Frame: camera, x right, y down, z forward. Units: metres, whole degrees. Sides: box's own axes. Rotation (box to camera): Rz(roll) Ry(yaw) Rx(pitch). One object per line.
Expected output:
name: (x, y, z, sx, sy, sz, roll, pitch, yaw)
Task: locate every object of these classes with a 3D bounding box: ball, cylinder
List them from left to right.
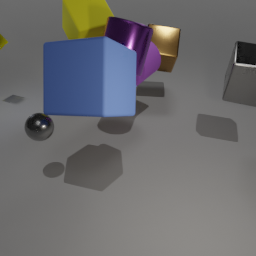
ball: (-2.173, -0.025, 6.881, 0.700, 0.700, 0.700, 0, 32, 0)
cylinder: (-0.092, -2.417, 8.354, 1.400, 1.400, 1.400, 14, 15, -4)
cylinder: (0.272, -2.397, 10.354, 1.400, 1.400, 1.400, 22, 48, 31)

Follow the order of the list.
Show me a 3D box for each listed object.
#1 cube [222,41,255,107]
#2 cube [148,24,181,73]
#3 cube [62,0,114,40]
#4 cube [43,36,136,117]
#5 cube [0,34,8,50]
cube: (3.857, -1.661, 8.726, 1.400, 1.400, 1.400, 13, 46, 12)
cube: (1.404, -3.435, 12.203, 1.400, 1.400, 1.400, 9, 73, 0)
cube: (-1.406, -3.663, 9.905, 1.400, 1.400, 1.400, -22, 75, -20)
cube: (-0.734, -0.955, 5.739, 1.400, 1.400, 1.400, 3, 4, 24)
cube: (-5.080, -3.177, 10.444, 0.700, 0.700, 0.700, -7, 43, 46)
